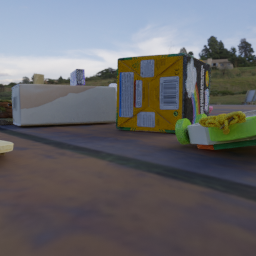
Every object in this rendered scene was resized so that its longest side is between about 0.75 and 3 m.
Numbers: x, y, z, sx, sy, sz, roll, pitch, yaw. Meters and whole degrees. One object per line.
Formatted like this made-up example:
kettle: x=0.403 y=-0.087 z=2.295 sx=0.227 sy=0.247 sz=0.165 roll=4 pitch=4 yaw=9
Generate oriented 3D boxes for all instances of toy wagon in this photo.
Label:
toy wagon: x=1.750 y=-0.061 z=4.154 sx=2.031 sy=0.518 sz=2.617 roll=-11 pitch=1 yaw=35

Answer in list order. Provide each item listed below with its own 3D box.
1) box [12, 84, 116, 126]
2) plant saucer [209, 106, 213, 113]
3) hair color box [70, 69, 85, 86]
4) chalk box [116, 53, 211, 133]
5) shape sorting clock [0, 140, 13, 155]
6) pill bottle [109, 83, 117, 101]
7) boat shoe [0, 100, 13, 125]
box: x=-1.908 y=-0.693 z=8.583 sx=2.916 sy=1.133 sz=1.384 roll=-3 pitch=4 yaw=-31
plant saucer: x=3.012 y=-0.786 z=13.110 sx=1.819 sy=0.461 sz=1.819 roll=0 pitch=5 yaw=0
hair color box: x=-1.593 y=-1.545 z=8.797 sx=0.289 sy=0.487 sz=0.891 roll=-2 pitch=2 yaw=-22
chalk box: x=1.164 y=-0.897 z=7.642 sx=1.791 sy=1.803 sz=2.889 roll=4 pitch=6 yaw=29
shape sorting clock: x=-2.676 y=0.182 z=3.119 sx=2.601 sy=0.510 sz=2.601 roll=0 pitch=1 yaw=0
pill bottle: x=-0.581 y=-0.956 z=9.842 sx=0.643 sy=1.158 sz=0.643 roll=13 pitch=39 yaw=-11
boat shoe: x=-3.458 y=-0.597 z=9.375 sx=0.866 sy=0.818 sz=2.407 roll=2 pitch=6 yaw=15
